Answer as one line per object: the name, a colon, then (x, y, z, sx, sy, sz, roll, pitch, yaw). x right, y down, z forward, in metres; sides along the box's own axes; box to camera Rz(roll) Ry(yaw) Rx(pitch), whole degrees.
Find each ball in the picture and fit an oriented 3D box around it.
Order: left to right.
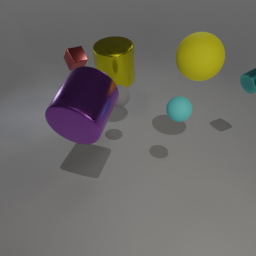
ball: (-0.287, -1.002, 8.822, 0.700, 0.700, 0.700, 0, 33, 0)
ball: (1.404, -0.522, 7.696, 0.700, 0.700, 0.700, 0, 33, 0)
ball: (2.111, -2.090, 8.236, 1.400, 1.400, 1.400, 0, 33, 0)

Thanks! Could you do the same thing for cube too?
cube: (-2.252, -2.992, 12.045, 0.700, 0.700, 0.700, -22, 81, -30)

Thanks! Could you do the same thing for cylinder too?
cylinder: (-1.099, -0.549, 6.933, 1.400, 1.400, 1.400, 11, 54, 16)
cylinder: (-0.472, -2.292, 9.917, 1.400, 1.400, 1.400, -2, 43, 2)
cylinder: (4.146, -1.567, 9.082, 0.700, 0.700, 0.700, -27, 39, -8)
